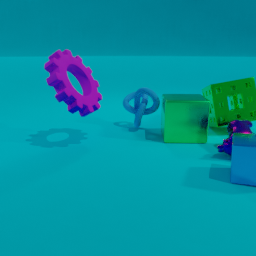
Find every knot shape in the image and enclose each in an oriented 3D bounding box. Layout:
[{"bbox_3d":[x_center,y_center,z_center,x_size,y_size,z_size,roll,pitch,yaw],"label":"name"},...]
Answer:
[{"bbox_3d":[0.349,-0.577,8.265,0.571,1.157,1.236,11,-3,-39],"label":"knot shape"}]

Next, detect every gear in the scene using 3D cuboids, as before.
[{"bbox_3d":[-1.282,-1.096,6.818,0.306,1.655,1.655,-26,5,25],"label":"gear"}]

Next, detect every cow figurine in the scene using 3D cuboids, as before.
[{"bbox_3d":[2.455,0.207,6.362,1.065,0.594,1.082,9,44,-17],"label":"cow figurine"}]

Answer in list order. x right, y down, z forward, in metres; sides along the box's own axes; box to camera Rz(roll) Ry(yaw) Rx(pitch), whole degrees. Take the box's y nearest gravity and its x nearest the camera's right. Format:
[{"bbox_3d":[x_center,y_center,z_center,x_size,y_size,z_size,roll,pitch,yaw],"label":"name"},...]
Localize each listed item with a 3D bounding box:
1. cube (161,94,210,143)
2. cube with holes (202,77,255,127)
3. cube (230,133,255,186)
[{"bbox_3d":[1.483,-0.284,7.481,1.102,1.102,1.102,1,16,2],"label":"cube"},{"bbox_3d":[2.911,-0.710,8.056,1.169,1.169,1.169,-10,1,4],"label":"cube with holes"},{"bbox_3d":[2.289,0.561,5.120,0.747,0.747,0.747,4,16,20],"label":"cube"}]
